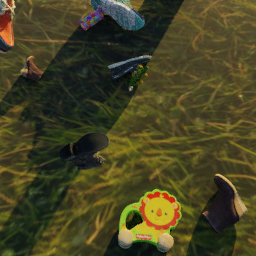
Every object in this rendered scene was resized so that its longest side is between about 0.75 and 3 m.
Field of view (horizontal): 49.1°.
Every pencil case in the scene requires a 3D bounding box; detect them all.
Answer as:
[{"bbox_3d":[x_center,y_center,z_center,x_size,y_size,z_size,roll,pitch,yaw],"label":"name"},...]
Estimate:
[{"bbox_3d":[-1.387,-4.117,10.602,0.982,0.434,0.434,-38,70,-18],"label":"pencil case"}]

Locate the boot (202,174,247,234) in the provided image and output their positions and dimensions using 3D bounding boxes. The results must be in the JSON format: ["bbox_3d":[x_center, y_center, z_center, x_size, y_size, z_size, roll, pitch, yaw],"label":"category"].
[{"bbox_3d":[2.474,2.039,7.629,1.105,0.481,1.329,-28,71,-14],"label":"boot"}]

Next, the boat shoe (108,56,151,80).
[{"bbox_3d":[0.109,-2.118,9.671,1.588,0.570,0.537,-22,103,-17],"label":"boat shoe"}]

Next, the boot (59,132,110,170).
[{"bbox_3d":[-0.698,0.501,5.451,1.090,0.949,0.377,-18,61,16],"label":"boot"}]

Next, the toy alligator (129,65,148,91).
[{"bbox_3d":[0.202,-1.281,7.398,0.250,1.042,0.345,-16,69,-35],"label":"toy alligator"}]

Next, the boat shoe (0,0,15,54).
[{"bbox_3d":[-3.390,-3.289,7.251,0.826,0.940,2.641,-15,88,11],"label":"boat shoe"}]

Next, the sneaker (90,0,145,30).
[{"bbox_3d":[-0.244,-4.636,10.605,2.415,0.937,1.101,36,66,14],"label":"sneaker"}]

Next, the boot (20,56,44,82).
[{"bbox_3d":[-3.239,-2.048,9.737,0.715,0.311,0.859,21,65,-3],"label":"boot"}]

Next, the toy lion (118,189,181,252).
[{"bbox_3d":[0.597,2.411,7.492,1.623,0.557,1.556,4,58,2],"label":"toy lion"}]
